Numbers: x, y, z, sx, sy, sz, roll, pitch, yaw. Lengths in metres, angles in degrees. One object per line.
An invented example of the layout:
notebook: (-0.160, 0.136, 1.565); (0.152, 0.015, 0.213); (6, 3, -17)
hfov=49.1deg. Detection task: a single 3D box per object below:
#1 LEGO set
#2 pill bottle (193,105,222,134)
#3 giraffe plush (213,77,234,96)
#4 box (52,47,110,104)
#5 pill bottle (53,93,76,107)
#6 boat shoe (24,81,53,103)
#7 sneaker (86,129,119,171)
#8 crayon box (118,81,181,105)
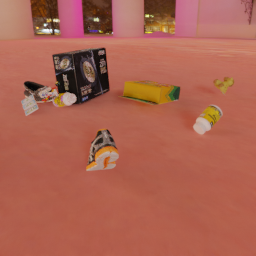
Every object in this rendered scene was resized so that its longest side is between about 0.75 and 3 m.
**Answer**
LEGO set: (-3.185, -1.216, 10.286); (1.620, 0.398, 1.210); (-31, 39, -8)
pill bottle: (2.356, -0.241, 8.317); (0.891, 0.501, 0.501); (-44, 40, -19)
giraffe plush: (4.069, -1.855, 11.677); (0.670, 0.826, 0.712); (-41, -3, 9)
box: (-1.827, -2.218, 11.578); (1.020, 1.939, 2.367); (5, 21, 27)
pill bottle: (-2.364, -1.065, 10.468); (0.923, 0.481, 0.481); (-3, 15, 39)
boat shoe: (-3.654, -1.497, 11.371); (0.762, 0.650, 2.280); (-29, 30, -36)
sneaker: (-0.544, 0.515, 5.838); (0.601, 0.593, 1.535); (-5, -21, -21)
crayon box: (0.890, -1.396, 10.752); (1.540, 0.616, 2.425); (16, 17, 26)
